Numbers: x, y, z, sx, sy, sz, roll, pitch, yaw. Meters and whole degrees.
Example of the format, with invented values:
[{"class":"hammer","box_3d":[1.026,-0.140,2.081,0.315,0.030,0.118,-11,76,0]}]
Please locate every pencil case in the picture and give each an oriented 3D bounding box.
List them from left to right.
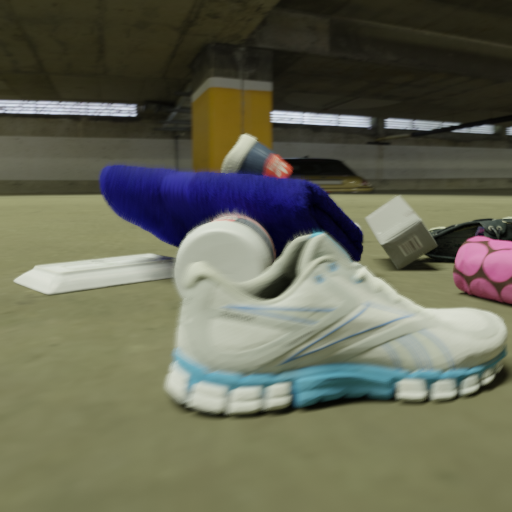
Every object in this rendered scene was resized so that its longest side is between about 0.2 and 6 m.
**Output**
[{"class":"pencil case","box_3d":[3.036,0.181,6.100,0.827,0.801,1.765,-5,12,-24]}]

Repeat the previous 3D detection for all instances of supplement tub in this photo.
[{"class":"supplement tub","box_3d":[-0.304,0.086,5.952,0.972,0.972,1.384,1,7,4]}]

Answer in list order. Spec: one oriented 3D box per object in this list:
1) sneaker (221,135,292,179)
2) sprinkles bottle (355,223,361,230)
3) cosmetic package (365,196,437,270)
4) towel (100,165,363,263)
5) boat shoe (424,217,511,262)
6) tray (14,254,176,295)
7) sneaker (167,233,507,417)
[{"class":"sneaker","box_3d":[-0.086,-1.035,11.314,1.334,1.184,3.157,29,-24,3]},{"class":"sprinkles bottle","box_3d":[2.031,-0.574,12.605,0.457,0.457,1.338,0,8,-1]},{"class":"cosmetic package","box_3d":[2.280,-0.398,8.939,0.725,0.612,1.358,-35,20,11]},{"class":"towel","box_3d":[-0.328,-0.436,7.729,3.201,0.793,2.363,8,-11,31]},{"class":"boat shoe","box_3d":[3.629,-0.221,8.994,2.052,0.767,0.681,3,9,30]},{"class":"tray","box_3d":[-2.043,0.201,7.819,2.258,0.250,1.212,-7,10,-42]},{"class":"sneaker","box_3d":[0.644,0.375,3.717,2.434,1.055,0.912,-1,7,-19]}]
